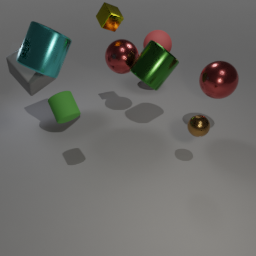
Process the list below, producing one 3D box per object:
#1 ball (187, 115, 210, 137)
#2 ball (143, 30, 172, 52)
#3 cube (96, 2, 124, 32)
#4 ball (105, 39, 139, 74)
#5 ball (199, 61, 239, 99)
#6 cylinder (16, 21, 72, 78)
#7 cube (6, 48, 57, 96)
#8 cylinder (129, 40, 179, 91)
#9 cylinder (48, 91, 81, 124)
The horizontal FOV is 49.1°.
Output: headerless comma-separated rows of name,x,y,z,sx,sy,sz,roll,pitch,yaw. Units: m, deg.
ball,2.223,-0.063,8.806,0.700,0.700,0.700,0,31,0
ball,1.451,-4.086,13.777,1.400,1.400,1.400,0,31,0
cube,-0.718,-4.338,10.989,0.700,0.700,0.700,0,56,-43
ball,-0.253,-2.942,11.574,1.400,1.400,1.400,0,31,0
ball,3.360,-1.779,10.395,1.400,1.400,1.400,0,31,0
cylinder,-2.767,-2.564,9.289,1.400,1.400,1.400,24,7,-3
cube,-3.815,-2.404,11.296,1.400,1.400,1.400,-42,92,-22
cylinder,0.995,-2.389,10.775,1.400,1.400,1.400,36,12,-9
cylinder,-1.783,-0.579,7.842,0.700,0.700,0.700,-25,-5,-3
